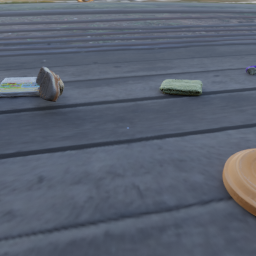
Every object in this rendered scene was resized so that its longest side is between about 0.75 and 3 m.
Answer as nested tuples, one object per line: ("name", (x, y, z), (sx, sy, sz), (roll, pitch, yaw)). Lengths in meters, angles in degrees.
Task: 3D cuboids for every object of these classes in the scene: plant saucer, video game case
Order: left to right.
("video game case", (-3.510, -1.408, 9.478), (1.613, 0.185, 1.468), (-2, 28, -7))
("plant saucer", (2.809, 0.933, 4.988), (2.113, 0.341, 2.113), (0, 29, 0))

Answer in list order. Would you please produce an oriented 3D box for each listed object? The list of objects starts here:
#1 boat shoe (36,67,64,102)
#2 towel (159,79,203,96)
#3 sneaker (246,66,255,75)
("boat shoe", (-2.210, -1.270, 8.281), (0.696, 0.734, 1.938), (23, 19, -33))
("towel", (1.782, -1.379, 9.343), (1.369, 0.250, 1.015), (7, 30, 12))
("sneaker", (4.885, -2.295, 11.032), (0.865, 0.301, 0.430), (-9, 24, -25))
